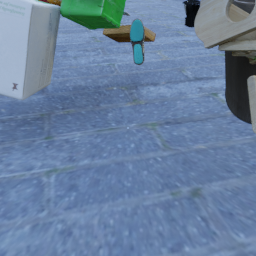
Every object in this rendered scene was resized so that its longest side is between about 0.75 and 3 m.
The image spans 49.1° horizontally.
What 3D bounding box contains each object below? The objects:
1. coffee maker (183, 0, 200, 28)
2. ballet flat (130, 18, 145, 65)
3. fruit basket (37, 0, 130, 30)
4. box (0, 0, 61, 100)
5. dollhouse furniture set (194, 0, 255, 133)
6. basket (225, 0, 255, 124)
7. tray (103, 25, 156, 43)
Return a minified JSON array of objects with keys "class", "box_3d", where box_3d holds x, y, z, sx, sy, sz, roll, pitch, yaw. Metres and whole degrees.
[{"class":"coffee maker","box_3d":[2.096,-3.679,9.055,0.518,0.769,0.739,-14,36,0]},{"class":"ballet flat","box_3d":[0.208,-1.753,5.726,0.309,0.910,0.342,-1,21,11]},{"class":"fruit basket","box_3d":[-1.603,-3.525,7.046,2.982,1.398,2.762,24,14,11]},{"class":"box","box_3d":[-2.705,-1.878,5.980,1.932,1.941,1.663,15,23,0]},{"class":"dollhouse furniture set","box_3d":[1.762,-0.677,3.284,1.768,1.563,0.983,3,-9,-39]},{"class":"basket","box_3d":[2.259,-1.409,4.569,1.435,2.110,1.903,7,57,29]},{"class":"tray","box_3d":[0.017,-3.006,8.990,1.603,0.297,0.791,15,3,42]}]
